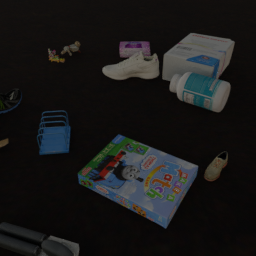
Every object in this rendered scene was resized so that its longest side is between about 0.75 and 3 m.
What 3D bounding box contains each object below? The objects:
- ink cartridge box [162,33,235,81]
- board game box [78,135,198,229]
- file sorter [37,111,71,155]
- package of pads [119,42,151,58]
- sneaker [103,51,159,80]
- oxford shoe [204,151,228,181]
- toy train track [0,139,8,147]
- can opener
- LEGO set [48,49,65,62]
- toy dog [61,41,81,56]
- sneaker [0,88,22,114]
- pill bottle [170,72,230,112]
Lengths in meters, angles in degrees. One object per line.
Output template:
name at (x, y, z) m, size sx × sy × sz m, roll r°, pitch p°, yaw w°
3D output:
ink cartridge box at (2.967, -2.853, 11.683) m, size 2.032 × 1.190 × 2.812 m, roll 21°, pitch 44°, yaw 25°
board game box at (0.277, 1.181, 7.063) m, size 2.434 × 0.445 × 1.841 m, roll 21°, pitch 42°, yaw 24°
file sorter at (-2.167, 0.102, 8.243) m, size 0.821 × 0.726 × 1.183 m, roll -4°, pitch 37°, yaw -6°
package of pads at (0.328, -3.728, 13.339) m, size 1.483 × 0.561 × 0.894 m, roll 1°, pitch 37°, yaw 1°
sneaker at (0.117, -2.588, 11.384) m, size 2.330 × 1.161 × 0.872 m, roll -3°, pitch 39°, yaw -2°
oxford shoe at (2.316, 0.980, 7.370) m, size 0.374 × 0.390 × 1.058 m, roll 23°, pitch 43°, yaw 27°
toy train track at (-4.019, 0.459, 8.165) m, size 1.125 × 0.319 × 1.962 m, roll -20°, pitch 36°, yaw -13°
can opener at (-1.845, 2.266, 5.580) m, size 1.888 × 0.627 × 0.497 m, roll 8°, pitch 39°, yaw 17°
LEGO set at (-3.415, -3.392, 13.011) m, size 0.535 × 0.433 × 1.163 m, roll -25°, pitch 44°, yaw -29°
toy dog at (-2.627, -3.744, 13.440) m, size 0.517 × 0.708 × 1.073 m, roll 48°, pitch 53°, yaw -4°
sneaker at (-4.427, -0.904, 9.509) m, size 0.653 × 0.763 × 1.842 m, roll 29°, pitch 46°, yaw 30°
pill bottle at (2.468, -1.326, 9.798) m, size 1.928 × 1.068 × 1.068 m, roll 23°, pitch 43°, yaw 26°
